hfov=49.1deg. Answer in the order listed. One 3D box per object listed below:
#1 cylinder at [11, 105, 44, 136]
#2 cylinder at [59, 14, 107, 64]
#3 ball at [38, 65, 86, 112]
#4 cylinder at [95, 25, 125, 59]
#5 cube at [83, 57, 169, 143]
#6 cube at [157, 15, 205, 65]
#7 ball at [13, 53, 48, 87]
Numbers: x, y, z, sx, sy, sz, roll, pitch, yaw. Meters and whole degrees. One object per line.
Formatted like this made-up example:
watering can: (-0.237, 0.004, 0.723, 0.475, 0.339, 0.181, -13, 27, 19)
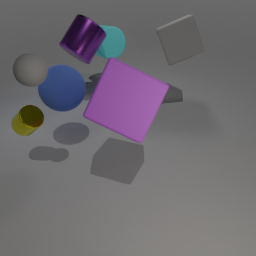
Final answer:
cylinder: (-2.821, -0.205, 7.877, 0.700, 0.700, 0.700, -29, 7, 45)
cylinder: (-1.792, -3.512, 11.183, 1.400, 1.400, 1.400, 32, 0, 0)
ball: (-1.983, -1.192, 8.441, 1.400, 1.400, 1.400, 0, 33, 0)
cylinder: (-1.038, -3.965, 12.891, 1.400, 1.400, 1.400, -17, 28, -24)
cube: (-0.065, -0.645, 6.572, 1.400, 1.400, 1.400, 25, 5, -4)
cube: (1.996, -3.431, 10.868, 1.400, 1.400, 1.400, -19, 18, 13)
ball: (-2.060, -1.222, 5.919, 0.700, 0.700, 0.700, 0, 33, 0)
